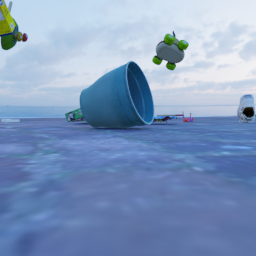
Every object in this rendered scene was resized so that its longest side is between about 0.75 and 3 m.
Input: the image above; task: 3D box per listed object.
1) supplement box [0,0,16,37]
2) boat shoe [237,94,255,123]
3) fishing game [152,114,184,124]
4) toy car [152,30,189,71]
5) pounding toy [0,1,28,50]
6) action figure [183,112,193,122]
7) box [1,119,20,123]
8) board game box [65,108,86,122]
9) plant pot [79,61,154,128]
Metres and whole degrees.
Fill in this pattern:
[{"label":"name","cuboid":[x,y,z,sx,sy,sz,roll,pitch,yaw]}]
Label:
[{"label":"supplement box","cuboid":[-3.525,-3.046,7.688,0.491,0.903,0.494,-11,43,1]},{"label":"boat shoe","cuboid":[6.016,-0.667,14.056,0.883,1.018,2.389,-5,-27,14]},{"label":"fishing game","cuboid":[1.302,-0.324,12.184,1.691,0.367,2.362,-1,-5,-20]},{"label":"toy car","cuboid":[1.694,-3.336,11.382,1.194,1.244,1.514,19,43,-13]},{"label":"pounding toy","cuboid":[-3.525,-3.048,8.810,0.644,1.071,1.388,12,-42,-12]},{"label":"action figure","cuboid":[3.346,-0.642,15.646,0.437,0.662,1.338,1,5,23]},{"label":"box","cuboid":[-6.169,-0.376,14.667,0.669,0.168,0.927,-3,5,-41]},{"label":"board game box","cuboid":[-1.397,-0.801,13.230,1.986,0.430,2.951,-20,-3,15]},{"label":"plant pot","cuboid":[-0.394,-0.816,8.558,1.816,1.933,1.933,-16,-4,23]}]
